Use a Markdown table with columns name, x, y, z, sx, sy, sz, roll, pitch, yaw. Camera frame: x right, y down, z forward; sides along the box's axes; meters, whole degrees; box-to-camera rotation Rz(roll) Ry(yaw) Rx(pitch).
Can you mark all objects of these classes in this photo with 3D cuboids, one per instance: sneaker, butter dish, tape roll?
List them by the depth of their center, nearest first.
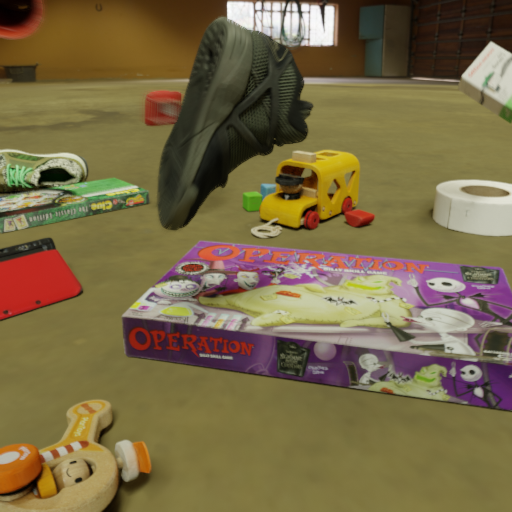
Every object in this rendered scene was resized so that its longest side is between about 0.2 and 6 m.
| name | x | y | z | sx | sy | sz | roll | pitch | yaw |
| --- | --- | --- | --- | --- | --- | --- | --- | --- | --- |
| sneaker | -0.194 | -1.019 | 5.196 | 1.176 | 2.052 | 0.785 | 8 | 35 | -31 |
| butter dish | -1.844 | -2.914 | 10.768 | 0.699 | 0.701 | 0.518 | -11 | 47 | -23 |
| tape roll | 4.514 | -0.989 | 11.177 | 1.886 | 0.660 | 1.886 | 1 | 22 | 0 |
| sneaker | -5.286 | -1.921 | 13.014 | 2.666 | 1.025 | 1.181 | -7 | 19 | -15 |

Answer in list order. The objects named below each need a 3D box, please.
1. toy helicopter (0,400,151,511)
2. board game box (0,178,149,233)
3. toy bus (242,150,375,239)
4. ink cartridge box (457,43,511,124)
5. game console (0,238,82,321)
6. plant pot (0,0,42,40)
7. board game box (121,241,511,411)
| name | x | y | z | sx | sy | sz | roll | pitch | yaw |
| --- | --- | --- | --- | --- | --- | --- | --- | --- | --- |
| toy helicopter | -1.401 | 1.602 | 4.610 | 1.173 | 0.700 | 1.773 | -8 | 11 | -5 |
| board game box | -4.126 | -1.160 | 12.055 | 3.215 | 0.377 | 1.685 | -16 | 24 | -36 |
| toy bus | 1.010 | -1.435 | 11.372 | 2.460 | 1.347 | 2.607 | -2 | 21 | -6 |
| ink cartridge box | 4.001 | -2.836 | 9.172 | 1.088 | 0.794 | 0.459 | 40 | -1 | 16 |
| game console | -3.718 | 0.469 | 8.120 | 1.779 | 1.056 | 1.533 | -18 | -3 | -40 |
| plant pot | -3.899 | -4.133 | 8.882 | 1.060 | 1.060 | 1.031 | -4 | 38 | -11 |
| board game box | 0.915 | 0.659 | 7.078 | 4.430 | 0.715 | 2.659 | 5 | 18 | 13 |
